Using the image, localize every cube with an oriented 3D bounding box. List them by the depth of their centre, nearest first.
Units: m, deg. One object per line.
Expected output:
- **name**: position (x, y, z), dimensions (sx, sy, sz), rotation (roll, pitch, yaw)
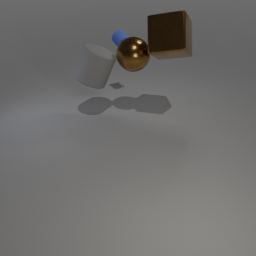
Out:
- **cube**: position (1.613, -3.456, 10.620), dimensions (1.400, 1.400, 1.400), rotation (0, 4, 23)

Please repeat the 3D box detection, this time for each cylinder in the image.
- **cylinder**: position (-1.371, -2.574, 11.668), dimensions (1.400, 1.400, 1.400), rotation (20, 27, -11)
- **cylinder**: position (-0.306, -4.195, 13.360), dimensions (0.700, 0.700, 0.700), rotation (-19, 56, -28)

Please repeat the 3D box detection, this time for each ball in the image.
- **ball**: position (0.217, -3.006, 11.472), dimensions (1.400, 1.400, 1.400), rotation (0, 31, 0)
